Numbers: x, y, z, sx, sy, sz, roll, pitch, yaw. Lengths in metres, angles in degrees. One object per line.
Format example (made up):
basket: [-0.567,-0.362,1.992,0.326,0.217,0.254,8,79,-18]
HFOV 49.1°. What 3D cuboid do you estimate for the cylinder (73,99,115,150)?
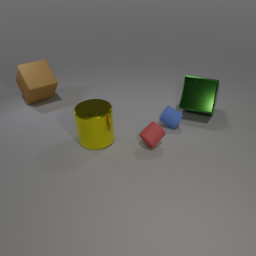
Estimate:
cylinder: [-1.231,-0.152,10.416,1.400,1.400,1.400,-2,35,1]

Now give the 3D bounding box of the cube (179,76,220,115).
cube: [3.132,-1.386,12.209,1.400,1.400,1.400,12,3,19]

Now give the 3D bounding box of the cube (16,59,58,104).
cube: [-4.397,-2.211,13.470,1.400,1.400,1.400,-23,77,-31]

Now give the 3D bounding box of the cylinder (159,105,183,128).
cylinder: [1.766,-0.457,11.529,0.700,0.700,0.700,33,33,-3]

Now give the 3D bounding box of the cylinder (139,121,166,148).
cylinder: [0.888,0.234,10.207,0.700,0.700,0.700,-45,44,-10]
